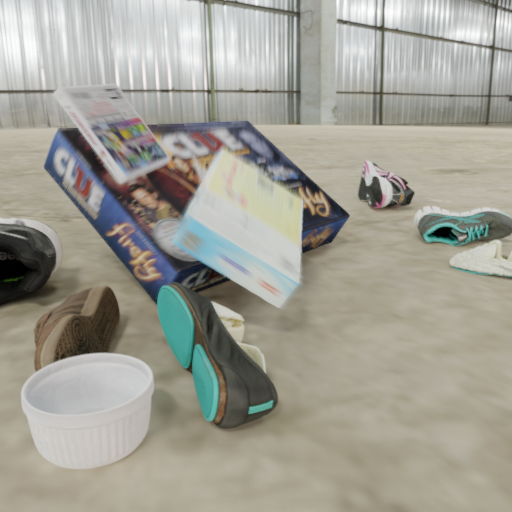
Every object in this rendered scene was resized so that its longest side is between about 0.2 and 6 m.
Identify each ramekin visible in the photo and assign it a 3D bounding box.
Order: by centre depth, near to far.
[{"bbox_3d":[-1.407,1.322,4.794,1.076,0.565,1.076,-1,17,0],"label":"ramekin"}]

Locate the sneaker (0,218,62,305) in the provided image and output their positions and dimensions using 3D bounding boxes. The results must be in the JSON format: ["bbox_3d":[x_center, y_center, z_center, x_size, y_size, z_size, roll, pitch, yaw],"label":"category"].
[{"bbox_3d":[-4.524,0.167,7.438,3.820,1.269,1.728,-5,14,-23],"label":"sneaker"}]

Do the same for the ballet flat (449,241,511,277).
[{"bbox_3d":[4.067,0.055,9.028,1.820,0.653,0.653,13,21,39],"label":"ballet flat"}]

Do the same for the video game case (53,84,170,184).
[{"bbox_3d":[-1.952,-1.767,7.884,0.178,1.414,1.552,-33,8,21],"label":"video game case"}]

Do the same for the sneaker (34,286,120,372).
[{"bbox_3d":[-2.103,0.947,6.200,0.778,0.726,2.061,-18,12,5],"label":"sneaker"}]

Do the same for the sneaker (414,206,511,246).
[{"bbox_3d":[4.065,-0.474,10.951,1.889,0.733,0.862,1,33,14],"label":"sneaker"}]

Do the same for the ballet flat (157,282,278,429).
[{"bbox_3d":[-0.423,0.980,5.824,0.778,0.773,2.273,3,24,-25],"label":"ballet flat"}]

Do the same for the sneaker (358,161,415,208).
[{"bbox_3d":[3.434,-1.773,14.855,1.116,1.039,2.586,8,26,-5],"label":"sneaker"}]

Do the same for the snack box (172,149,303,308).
[{"bbox_3d":[-0.119,-0.495,7.412,1.478,0.472,2.543,32,26,-10],"label":"snack box"}]

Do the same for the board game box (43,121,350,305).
[{"bbox_3d":[-0.744,-1.054,9.562,3.062,0.782,4.519,46,36,19],"label":"board game box"}]
